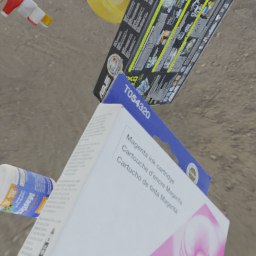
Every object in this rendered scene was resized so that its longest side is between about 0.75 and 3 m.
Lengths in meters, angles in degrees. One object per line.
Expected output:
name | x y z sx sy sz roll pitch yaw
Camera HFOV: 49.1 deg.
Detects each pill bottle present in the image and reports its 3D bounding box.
pill bottle | -1.721 1.174 4.951 0.740 1.320 0.740 -25 51 35

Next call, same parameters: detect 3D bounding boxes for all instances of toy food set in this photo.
toy food set | -2.284 -2.472 5.747 0.615 1.366 0.652 -47 27 8

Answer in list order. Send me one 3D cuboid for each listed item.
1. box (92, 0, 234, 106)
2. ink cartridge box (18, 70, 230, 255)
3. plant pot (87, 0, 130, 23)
box | 0.707 -1.679 5.831 2.213 2.762 0.611 -10 48 -43
ink cartridge box | 0.372 1.096 3.409 0.599 2.718 2.768 -9 46 44
plant pot | 0.116 -4.261 7.825 2.056 2.186 2.186 9 47 50
